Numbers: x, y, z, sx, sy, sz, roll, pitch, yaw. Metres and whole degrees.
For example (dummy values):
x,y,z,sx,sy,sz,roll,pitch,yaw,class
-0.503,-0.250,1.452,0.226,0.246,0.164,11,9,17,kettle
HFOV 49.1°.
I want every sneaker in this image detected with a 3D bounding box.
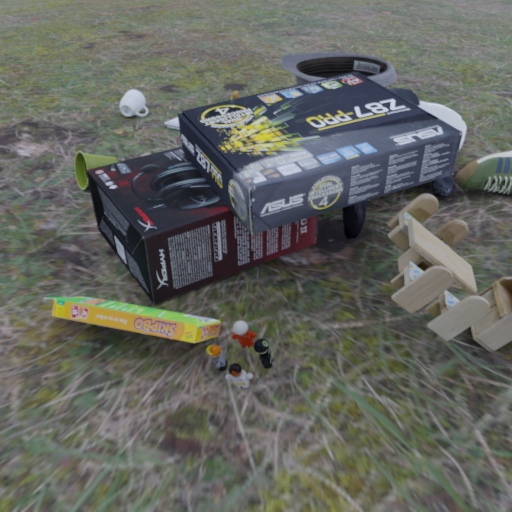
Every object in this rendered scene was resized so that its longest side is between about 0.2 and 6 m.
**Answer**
x,y,z,sx,sy,sz,roll,pitch,yaw,class
5.358,-1.689,12.004,2.097,0.703,0.942,-17,57,-21,sneaker

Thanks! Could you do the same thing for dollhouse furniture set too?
x,y,z,sx,sy,sz,roll,pitch,yaw,class
3.095,0.155,7.906,2.148,1.427,1.883,36,35,-14,dollhouse furniture set

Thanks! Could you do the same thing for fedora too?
x,y,z,sx,sy,sz,roll,pitch,yaw,class
2.249,-4.682,15.740,3.223,1.455,2.851,-7,36,-11,fedora

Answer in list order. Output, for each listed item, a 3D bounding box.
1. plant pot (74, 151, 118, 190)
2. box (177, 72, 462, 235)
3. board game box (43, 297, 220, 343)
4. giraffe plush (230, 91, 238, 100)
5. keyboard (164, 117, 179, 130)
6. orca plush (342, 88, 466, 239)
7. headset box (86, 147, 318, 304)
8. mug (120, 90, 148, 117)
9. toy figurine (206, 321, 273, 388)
x,y,z,sx,sy,sz,roll,pitch,yaw,class
-3.509,-1.915,12.458,0.804,0.846,0.846,-10,34,-36,plant pot
0.964,-1.957,9.687,3.857,0.947,3.109,-17,42,-18,box
-1.810,0.896,8.207,2.366,0.355,1.130,11,-1,13,board game box
0.210,-2.827,13.052,1.638,1.743,2.019,-6,51,-29,giraffe plush
-0.880,-3.383,15.005,3.184,0.170,0.896,15,37,20,keyboard
2.847,-1.864,12.222,2.563,1.732,4.872,46,52,-11,orca plush
-0.828,-0.944,10.387,3.702,1.430,2.755,-20,40,-24,headset box
-3.471,-4.246,15.961,0.809,0.598,0.710,30,43,-11,mug
-0.213,1.356,7.716,0.749,0.529,0.761,-37,48,-17,toy figurine
